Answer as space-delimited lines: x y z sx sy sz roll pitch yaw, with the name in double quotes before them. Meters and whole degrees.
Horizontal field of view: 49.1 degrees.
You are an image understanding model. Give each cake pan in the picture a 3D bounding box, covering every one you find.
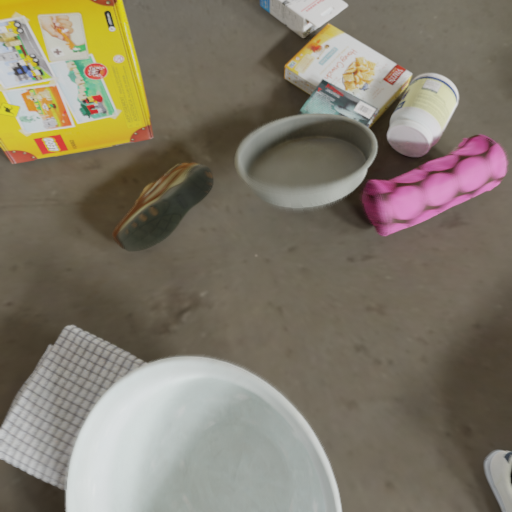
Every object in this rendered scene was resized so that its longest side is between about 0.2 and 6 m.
"cake pan" 0.822 -1.594 9.297 2.337 0.429 2.337 -7 43 7

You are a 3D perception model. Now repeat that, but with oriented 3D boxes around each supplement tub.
"supplement tub" 3.004 -2.539 10.156 0.945 0.945 1.304 27 68 12

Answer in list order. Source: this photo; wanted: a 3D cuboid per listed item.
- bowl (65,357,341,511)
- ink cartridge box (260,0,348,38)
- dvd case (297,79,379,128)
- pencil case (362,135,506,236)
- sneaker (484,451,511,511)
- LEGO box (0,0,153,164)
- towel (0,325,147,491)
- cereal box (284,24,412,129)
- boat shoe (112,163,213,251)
"bowl" -0.473 2.936 6.947 3.520 1.582 3.520 -1 86 22
"ink cartridge box" 0.965 -5.179 11.574 0.959 0.553 1.657 -40 72 -16
"dvd case" 1.255 -2.261 10.236 1.251 0.189 1.713 32 85 14
"pencil case" 2.944 -1.230 9.533 2.356 1.069 1.104 -23 57 -8
"sneaker" 3.733 3.575 7.523 0.700 0.679 1.918 -22 67 -10
"LEGO box" -3.324 -3.226 9.035 2.648 3.556 1.372 -11 66 -6
"towel" -2.524 2.218 8.071 1.682 0.869 2.031 21 69 11
"cereal box" 1.773 -3.504 10.890 2.037 0.403 1.465 36 71 15
"boat shoe" -1.632 -0.881 9.596 2.005 0.758 0.740 -42 45 -20
